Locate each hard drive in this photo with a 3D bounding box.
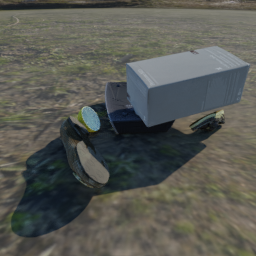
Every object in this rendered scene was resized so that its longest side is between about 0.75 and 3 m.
[{"bbox_3d":[0.269,-0.724,8.796,1.963,0.616,2.911,-3,30,-6],"label":"hard drive"}]

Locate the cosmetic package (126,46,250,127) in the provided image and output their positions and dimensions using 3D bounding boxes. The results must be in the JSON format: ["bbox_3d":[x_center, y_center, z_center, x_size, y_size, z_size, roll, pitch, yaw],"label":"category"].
[{"bbox_3d":[1.518,-1.202,7.588,2.907,1.311,1.553,-14,39,-18],"label":"cosmetic package"}]

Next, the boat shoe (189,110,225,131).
[{"bbox_3d":[2.306,-0.146,7.867,1.445,0.468,0.529,-21,-7,-35],"label":"boat shoe"}]

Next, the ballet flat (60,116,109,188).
[{"bbox_3d":[-1.126,0.545,6.346,0.645,0.938,2.783,-47,34,5],"label":"ballet flat"}]

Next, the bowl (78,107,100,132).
[{"bbox_3d":[-1.176,-0.180,7.876,0.406,0.755,0.755,-28,17,26],"label":"bowl"}]
